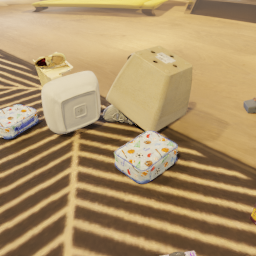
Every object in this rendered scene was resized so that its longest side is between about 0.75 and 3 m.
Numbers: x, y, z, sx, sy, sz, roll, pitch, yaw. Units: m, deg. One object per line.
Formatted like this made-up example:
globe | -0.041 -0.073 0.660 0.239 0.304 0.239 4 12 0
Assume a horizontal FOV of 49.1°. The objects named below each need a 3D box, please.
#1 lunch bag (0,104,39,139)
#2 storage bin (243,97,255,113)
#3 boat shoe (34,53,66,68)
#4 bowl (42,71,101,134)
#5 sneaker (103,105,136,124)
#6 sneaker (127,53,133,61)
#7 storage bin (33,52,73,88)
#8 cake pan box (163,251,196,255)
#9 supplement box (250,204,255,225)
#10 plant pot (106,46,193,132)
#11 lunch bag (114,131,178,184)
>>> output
lunch bag | -4.695 -0.270 11.475 1.498 0.706 1.869 18 37 22
storage bin | 5.645 -1.023 12.772 0.547 0.592 0.814 -9 33 5
boat shoe | -3.007 -2.552 10.787 1.329 0.492 0.441 -7 30 25
bowl | -2.035 -0.847 10.900 2.336 2.339 0.873 -23 46 -27
sneaker | 0.003 -0.569 11.818 2.136 0.798 0.876 -5 35 -7
sneaker | 1.514 -4.459 17.421 2.835 1.070 1.631 9 36 17
storage bin | -2.889 -1.624 11.856 1.123 2.397 2.380 -22 38 -21
cake pan box | 1.246 3.343 6.417 0.917 0.260 0.995 -3 34 -8
supplement box | 3.862 2.521 7.258 0.528 0.680 1.233 -13 36 -19
plant pot | 1.084 -1.801 11.449 2.654 2.353 2.658 39 44 24
lunch bag | 0.624 0.911 9.631 2.062 0.779 1.652 -28 41 -34
